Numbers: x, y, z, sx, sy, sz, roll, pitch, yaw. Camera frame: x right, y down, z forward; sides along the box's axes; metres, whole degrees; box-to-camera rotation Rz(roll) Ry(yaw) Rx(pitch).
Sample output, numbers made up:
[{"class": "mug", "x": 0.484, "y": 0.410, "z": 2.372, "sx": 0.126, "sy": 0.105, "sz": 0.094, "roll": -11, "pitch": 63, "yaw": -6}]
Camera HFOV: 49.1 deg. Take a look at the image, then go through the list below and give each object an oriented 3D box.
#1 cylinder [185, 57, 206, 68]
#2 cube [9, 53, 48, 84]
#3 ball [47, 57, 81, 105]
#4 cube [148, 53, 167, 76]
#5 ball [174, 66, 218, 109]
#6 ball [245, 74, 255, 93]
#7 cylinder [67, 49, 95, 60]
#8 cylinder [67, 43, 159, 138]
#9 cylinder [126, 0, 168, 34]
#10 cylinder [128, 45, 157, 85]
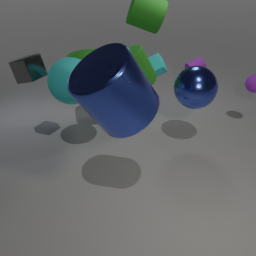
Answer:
[{"class": "cylinder", "x": 3.045, "y": -2.739, "z": 12.665, "sx": 0.700, "sy": 0.700, "sz": 0.700, "roll": -26, "pitch": 34, "yaw": -6}, {"class": "cube", "x": -3.028, "y": -1.808, "z": 8.537, "sx": 0.700, "sy": 0.700, "sz": 0.700, "roll": -1, "pitch": 27, "yaw": 31}, {"class": "ball", "x": -1.708, "y": -1.408, "z": 8.437, "sx": 1.400, "sy": 1.400, "sz": 1.400, "roll": 0, "pitch": 29, "yaw": 0}, {"class": "cube", "x": 1.227, "y": -2.732, "z": 12.302, "sx": 0.700, "sy": 0.700, "sz": 0.700, "roll": -23, "pitch": -14, "yaw": 18}, {"class": "ball", "x": 2.197, "y": -1.316, "z": 9.113, "sx": 1.400, "sy": 1.400, "sz": 1.400, "roll": 0, "pitch": 29, "yaw": 0}, {"class": "ball", "x": 4.828, "y": -1.692, "z": 10.642, "sx": 0.700, "sy": 0.700, "sz": 0.700, "roll": 0, "pitch": 29, "yaw": 0}, {"class": "cylinder", "x": -1.438, "y": -2.048, "z": 10.284, "sx": 1.400, "sy": 1.400, "sz": 1.400, "roll": -7, "pitch": 5, "yaw": 1}, {"class": "cylinder", "x": -0.265, "y": -0.735, "z": 5.713, "sx": 1.400, "sy": 1.400, "sz": 1.400, "roll": -20, "pitch": 45, "yaw": 21}, {"class": "cylinder", "x": 0.778, "y": -4.892, "z": 11.824, "sx": 1.400, "sy": 1.400, "sz": 1.400, "roll": 17, "pitch": 27, "yaw": -10}, {"class": "cylinder", "x": 0.225, "y": -2.273, "z": 10.946, "sx": 1.400, "sy": 1.400, "sz": 1.400, "roll": -24, "pitch": 31, "yaw": 16}]
